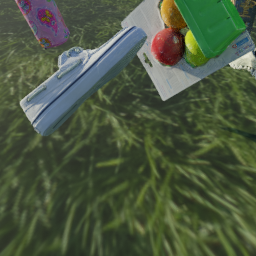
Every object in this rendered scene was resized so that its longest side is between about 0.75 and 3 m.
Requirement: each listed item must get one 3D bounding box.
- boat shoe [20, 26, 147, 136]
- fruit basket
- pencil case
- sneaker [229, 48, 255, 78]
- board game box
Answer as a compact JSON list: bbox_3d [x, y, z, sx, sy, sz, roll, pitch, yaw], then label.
[{"bbox_3d":[-0.801,-0.905,4.509,2.407,0.804,0.885,-42,0,5],"label":"boat shoe"},{"bbox_3d":[1.130,-1.987,5.924,1.081,2.137,2.307,-29,0,-43],"label":"fruit basket"},{"bbox_3d":[-2.759,-3.768,8.731,1.111,2.540,1.111,-15,38,12],"label":"pencil case"},{"bbox_3d":[3.107,-1.756,7.092,0.592,0.638,1.575,-22,33,-10],"label":"sneaker"},{"bbox_3d":[2.792,-3.356,7.006,0.512,2.006,2.961,-2,-10,16],"label":"board game box"}]
